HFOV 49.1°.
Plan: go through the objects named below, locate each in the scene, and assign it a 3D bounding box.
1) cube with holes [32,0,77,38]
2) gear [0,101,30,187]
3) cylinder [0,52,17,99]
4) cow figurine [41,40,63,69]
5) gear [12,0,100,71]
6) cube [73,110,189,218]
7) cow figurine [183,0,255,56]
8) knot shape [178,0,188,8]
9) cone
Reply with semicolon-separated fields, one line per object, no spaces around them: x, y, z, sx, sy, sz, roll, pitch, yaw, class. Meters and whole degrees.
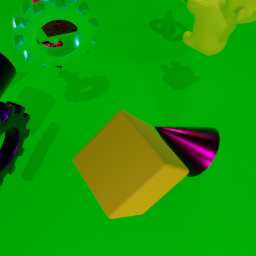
-2.055;-3.430;8.108;1.062;1.062;1.062;-12;87;-1;cube with holes
-2.523;0.365;5.448;0.331;1.792;1.792;20;59;3;gear
-3.156;-0.955;5.582;1.314;1.314;1.314;21;71;13;cylinder
-2.034;-1.985;7.608;0.522;0.936;0.951;-32;93;-37;cow figurine
-1.334;-1.777;5.316;1.565;1.565;0.290;-17;58;-10;gear
0.054;0.493;3.680;0.934;0.934;0.934;-45;62;11;cube
1.966;-2.169;5.725;0.954;1.739;1.711;-24;50;-23;cow figurine
1.786;-4.379;8.239;0.820;1.660;1.774;-13;29;40;knot shape
1.101;0.254;6.173;1.262;1.257;1.257;28;58;-15;cone
